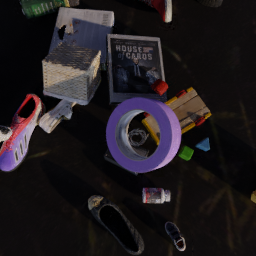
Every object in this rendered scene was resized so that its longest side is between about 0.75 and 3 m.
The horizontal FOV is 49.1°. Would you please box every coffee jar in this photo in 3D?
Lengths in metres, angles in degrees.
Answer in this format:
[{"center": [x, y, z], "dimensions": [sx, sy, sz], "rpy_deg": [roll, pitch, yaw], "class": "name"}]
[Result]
[{"center": [-3.377, -5.617, 12.152], "dimensions": [2.432, 1.038, 1.268], "rpy_deg": [-12, 64, -4], "class": "coffee jar"}]

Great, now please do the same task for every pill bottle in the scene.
[{"center": [0.948, 2.270, 9.419], "dimensions": [0.890, 0.493, 0.493], "rpy_deg": [1, 69, 0], "class": "pill bottle"}]

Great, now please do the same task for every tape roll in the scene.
[{"center": [0.459, 0.206, 8.876], "dimensions": [2.310, 0.758, 2.310], "rpy_deg": [0, 91, 30], "class": "tape roll"}]

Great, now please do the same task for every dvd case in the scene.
[{"center": [0.310, -2.288, 10.951], "dimensions": [2.232, 0.367, 2.970], "rpy_deg": [0, 72, -13], "class": "dvd case"}]

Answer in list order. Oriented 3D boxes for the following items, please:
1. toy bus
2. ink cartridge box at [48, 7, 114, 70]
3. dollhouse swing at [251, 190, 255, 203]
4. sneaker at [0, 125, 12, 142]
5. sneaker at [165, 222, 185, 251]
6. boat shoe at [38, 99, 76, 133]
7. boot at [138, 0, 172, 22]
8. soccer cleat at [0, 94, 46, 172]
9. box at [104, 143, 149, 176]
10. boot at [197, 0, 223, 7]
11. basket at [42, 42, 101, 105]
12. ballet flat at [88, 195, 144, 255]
[{"center": [1.497, -0.203, 9.855], "dimensions": [2.667, 1.378, 2.517], "rpy_deg": [14, 75, 1], "class": "toy bus"}, {"center": [-1.890, -3.754, 11.694], "dimensions": [2.321, 0.582, 2.674], "rpy_deg": [5, 69, 3], "class": "ink cartridge box"}, {"center": [5.045, 1.763, 9.069], "dimensions": [1.576, 1.525, 1.734], "rpy_deg": [35, 72, 13], "class": "dollhouse swing"}, {"center": [-4.928, 0.351, 9.502], "dimensions": [2.795, 1.050, 1.133], "rpy_deg": [1, 75, 38], "class": "sneaker"}, {"center": [1.548, 3.469, 9.024], "dimensions": [0.381, 0.385, 0.970], "rpy_deg": [-30, 70, -9], "class": "sneaker"}, {"center": [-2.381, -0.581, 10.450], "dimensions": [0.687, 0.701, 1.981], "rpy_deg": [44, 77, 7], "class": "boat shoe"}, {"center": [0.807, -5.580, 12.217], "dimensions": [1.976, 0.992, 2.739], "rpy_deg": [-9, 61, -3], "class": "boot"}, {"center": [-3.883, 0.122, 9.938], "dimensions": [0.986, 1.057, 2.889], "rpy_deg": [19, 70, 7], "class": "soccer cleat"}, {"center": [-0.059, 0.959, 9.909], "dimensions": [1.317, 0.519, 0.929], "rpy_deg": [26, 68, 9], "class": "box"}, {"center": [3.419, -6.676, 12.665], "dimensions": [2.580, 0.900, 1.698], "rpy_deg": [34, 71, 9], "class": "boot"}, {"center": [-1.997, -2.035, 10.296], "dimensions": [1.771, 1.424, 1.755], "rpy_deg": [15, 44, 4], "class": "basket"}, {"center": [-0.369, 3.042, 9.019], "dimensions": [2.392, 0.680, 0.795], "rpy_deg": [42, 74, 14], "class": "ballet flat"}]
